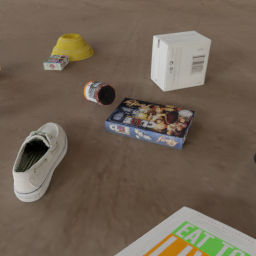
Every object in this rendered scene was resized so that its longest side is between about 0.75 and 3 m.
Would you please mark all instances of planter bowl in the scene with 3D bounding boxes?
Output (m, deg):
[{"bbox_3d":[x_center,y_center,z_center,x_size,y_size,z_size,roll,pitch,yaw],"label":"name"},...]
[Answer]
[{"bbox_3d":[-2.750,-4.070,13.706,2.101,0.875,2.101,0,34,0],"label":"planter bowl"}]

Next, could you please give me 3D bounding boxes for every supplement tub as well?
[{"bbox_3d":[-1.034,-1.198,9.456,0.731,0.731,1.368,-21,24,-27],"label":"supplement tub"}]

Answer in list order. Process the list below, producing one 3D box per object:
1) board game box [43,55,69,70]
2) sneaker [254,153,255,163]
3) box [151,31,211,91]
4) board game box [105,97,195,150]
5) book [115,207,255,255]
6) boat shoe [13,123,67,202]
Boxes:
[{"bbox_3d":[-3.205,-2.943,12.557,0.772,0.336,1.047,4,35,7],"label":"board game box"},{"bbox_3d":[3.745,1.334,6.022,1.311,1.142,2.915,-17,29,2],"label":"sneaker"},{"bbox_3d":[1.965,-2.573,10.701,1.831,1.821,1.197,-12,37,-17],"label":"box"},{"bbox_3d":[0.693,-0.210,8.544,2.340,0.405,1.585,13,37,18],"label":"board game box"},{"bbox_3d":[0.835,2.304,4.217,1.860,0.669,2.784,22,26,37],"label":"book"},{"bbox_3d":[-2.131,0.520,7.044,1.012,0.919,2.751,-2,35,-3],"label":"boat shoe"}]
